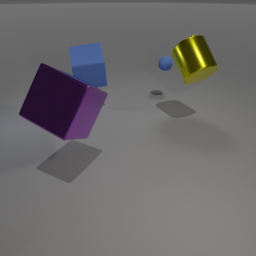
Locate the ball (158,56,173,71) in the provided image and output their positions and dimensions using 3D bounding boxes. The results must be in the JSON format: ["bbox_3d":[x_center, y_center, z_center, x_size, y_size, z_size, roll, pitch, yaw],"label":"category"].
[{"bbox_3d":[1.817,-3.126,13.617,0.700,0.700,0.700,0,27,0],"label":"ball"}]

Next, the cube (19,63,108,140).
[{"bbox_3d":[-1.597,-0.626,7.186,1.400,1.400,1.400,27,7,13],"label":"cube"}]

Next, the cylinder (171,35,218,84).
[{"bbox_3d":[2.605,-2.650,10.995,1.400,1.400,1.400,-20,-13,-5],"label":"cylinder"}]

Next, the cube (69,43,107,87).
[{"bbox_3d":[-1.760,-2.719,12.421,1.400,1.400,1.400,-10,53,-6],"label":"cube"}]
